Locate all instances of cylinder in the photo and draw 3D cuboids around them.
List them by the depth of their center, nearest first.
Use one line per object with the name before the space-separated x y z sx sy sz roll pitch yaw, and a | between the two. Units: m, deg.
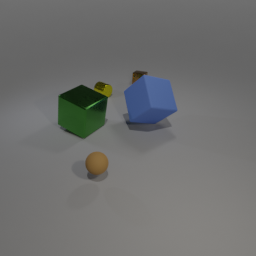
cylinder | -1.278 -1.983 14.444 0.700 0.700 0.700 25 38 35

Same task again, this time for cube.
cube | 0.882 -1.092 11.222 1.400 1.400 1.400 3 67 -37
cube | -1.823 -0.694 11.257 1.400 1.400 1.400 27 38 21
cube | 0.671 -2.822 15.883 0.700 0.700 0.700 11 25 15

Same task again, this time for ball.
ball | -0.937 1.061 8.451 0.700 0.700 0.700 0 30 0
